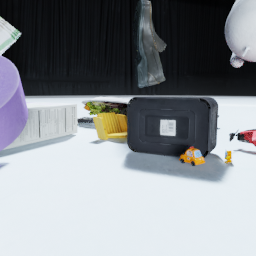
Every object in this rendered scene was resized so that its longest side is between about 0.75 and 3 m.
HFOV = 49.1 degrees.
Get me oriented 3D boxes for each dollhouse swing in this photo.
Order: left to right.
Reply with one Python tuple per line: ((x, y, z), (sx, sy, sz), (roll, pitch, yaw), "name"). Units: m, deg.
((-0.220, -0.083, 6.807), (0.872, 0.793, 0.767), (-8, -10, -46), "dollhouse swing")

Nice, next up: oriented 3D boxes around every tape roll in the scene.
((-2.828, -0.425, 4.788), (2.017, 0.857, 2.017), (2, 48, -3), "tape roll")

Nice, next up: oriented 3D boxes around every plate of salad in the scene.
((-0.316, -0.638, 10.392), (2.831, 0.680, 2.831), (6, -4, 0), "plate of salad")

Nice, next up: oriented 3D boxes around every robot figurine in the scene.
((2.478, -1.982, 5.234), (1.171, 1.758, 2.073), (26, 41, 8), "robot figurine")

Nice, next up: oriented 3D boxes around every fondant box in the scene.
((-2.881, -0.135, 6.579), (2.082, 0.841, 2.886), (4, 8, 27), "fondant box")

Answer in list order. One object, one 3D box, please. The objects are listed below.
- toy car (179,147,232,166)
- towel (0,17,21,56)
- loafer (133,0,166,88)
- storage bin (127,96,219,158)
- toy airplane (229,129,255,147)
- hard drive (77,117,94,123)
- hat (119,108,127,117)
((1.276, 0.428, 4.606), (0.835, 0.278, 0.409), (-4, 9, -21), "toy car")
((-3.461, -2.303, 6.118), (1.367, 0.281, 1.833), (-19, -42, 41), "towel")
((0.768, -2.855, 9.656), (1.073, 2.968, 1.080), (-7, 38, -4), "loafer")
((0.825, -0.057, 5.258), (1.555, 1.052, 0.729), (4, 9, 28), "storage bin")
((3.102, 0.264, 5.153), (2.405, 0.442, 2.405), (0, 9, 0), "toy airplane")
((-1.512, -0.301, 10.211), (0.838, 0.159, 0.586), (4, 9, 21), "hard drive")
((0.217, -0.378, 9.536), (1.010, 0.407, 1.010), (-10, -22, -4), "hat")
